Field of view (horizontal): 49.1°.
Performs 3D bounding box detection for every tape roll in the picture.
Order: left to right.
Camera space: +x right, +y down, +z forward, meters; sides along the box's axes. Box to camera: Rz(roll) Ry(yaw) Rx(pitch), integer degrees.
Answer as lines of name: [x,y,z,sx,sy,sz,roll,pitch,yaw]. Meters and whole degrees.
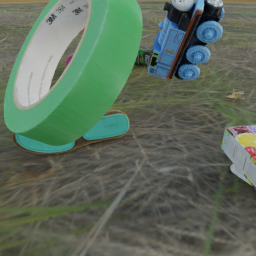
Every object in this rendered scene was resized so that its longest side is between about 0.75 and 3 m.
tape roll: [-0.819,-0.899,3.638,0.540,2.246,2.246,27,9,-40]

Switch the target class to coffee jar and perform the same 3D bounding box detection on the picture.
coffee jar: [0.990,-3.349,13.302,1.530,0.798,0.653,12,33,22]

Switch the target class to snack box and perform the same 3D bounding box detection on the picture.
snack box: [3.498,0.513,5.940,2.400,0.636,1.707,-5,31,-7]

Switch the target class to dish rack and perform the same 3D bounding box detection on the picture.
dish rack: [3.388,0.881,6.314,1.714,0.373,1.471,-17,35,-26]

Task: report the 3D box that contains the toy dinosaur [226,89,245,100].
toy dinosaur: [3.840,-1.142,10.020,0.579,0.333,1.144,-1,18,31]

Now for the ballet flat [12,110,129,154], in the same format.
ballet flat: [-1.446,0.013,7.383,2.981,1.011,1.078,-12,12,-21]

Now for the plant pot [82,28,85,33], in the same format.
plant pot: [-0.989,-3.773,12.639,2.286,2.023,2.286,6,28,-3]

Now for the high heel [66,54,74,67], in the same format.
high heel: [-2.093,-2.147,11.632,0.951,1.355,2.820,25,36,-29]

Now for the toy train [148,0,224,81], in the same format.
toy train: [1.285,-2.043,6.511,1.319,2.309,1.001,16,58,-1]
